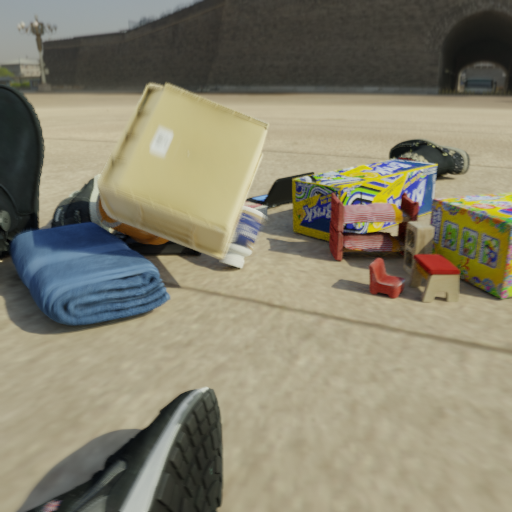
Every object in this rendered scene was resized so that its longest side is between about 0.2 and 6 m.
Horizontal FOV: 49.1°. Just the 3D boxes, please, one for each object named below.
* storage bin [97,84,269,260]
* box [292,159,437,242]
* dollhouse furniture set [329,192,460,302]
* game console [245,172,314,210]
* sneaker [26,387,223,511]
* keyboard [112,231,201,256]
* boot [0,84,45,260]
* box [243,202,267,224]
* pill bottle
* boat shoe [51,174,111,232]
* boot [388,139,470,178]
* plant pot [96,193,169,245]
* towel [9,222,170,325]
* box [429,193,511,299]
[{"bbox_3d":[-1.005,-1.244,8.050,1.905,1.918,0.899,20,-23,-2],"label":"storage bin"},{"bbox_3d":[2.430,-1.277,12.048,3.628,1.166,1.271,-18,25,-41],"label":"box"},{"bbox_3d":[2.139,-0.233,9.133,1.424,1.076,2.647,-1,19,-4],"label":"dollhouse furniture set"},{"bbox_3d":[0.523,-1.653,13.686,1.423,0.828,1.252,-17,25,-41],"label":"game console"},{"bbox_3d":[-1.071,1.724,3.570,1.249,1.080,2.853,-1,18,14],"label":"sneaker"},{"bbox_3d":[-1.593,-0.876,11.927,2.515,0.537,4.188,0,20,-1],"label":"keyboard"},{"bbox_3d":[-4.370,-1.185,9.009,1.172,3.069,2.579,2,16,-3],"label":"boot"},{"bbox_3d":[-0.127,-0.940,12.310,0.666,0.363,0.425,16,25,40],"label":"box"},{"bbox_3d":[-0.286,-0.323,9.410,0.552,0.996,0.552,17,-2,1],"label":"pill bottle"},{"bbox_3d":[-3.486,-0.997,11.455,1.004,1.066,2.970,-16,19,-4],"label":"boat shoe"},{"bbox_3d":[4.679,-2.899,17.027,2.158,1.031,2.857,-15,24,-33],"label":"boot"},{"bbox_3d":[-2.001,-0.804,9.302,1.195,1.195,1.094,12,5,31],"label":"plant pot"},{"bbox_3d":[-2.608,0.238,8.343,1.646,0.715,2.947,-11,22,-30],"label":"towel"},{"bbox_3d":[4.133,-0.252,9.080,1.907,1.163,1.837,-6,19,-19],"label":"box"}]
